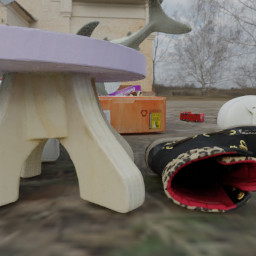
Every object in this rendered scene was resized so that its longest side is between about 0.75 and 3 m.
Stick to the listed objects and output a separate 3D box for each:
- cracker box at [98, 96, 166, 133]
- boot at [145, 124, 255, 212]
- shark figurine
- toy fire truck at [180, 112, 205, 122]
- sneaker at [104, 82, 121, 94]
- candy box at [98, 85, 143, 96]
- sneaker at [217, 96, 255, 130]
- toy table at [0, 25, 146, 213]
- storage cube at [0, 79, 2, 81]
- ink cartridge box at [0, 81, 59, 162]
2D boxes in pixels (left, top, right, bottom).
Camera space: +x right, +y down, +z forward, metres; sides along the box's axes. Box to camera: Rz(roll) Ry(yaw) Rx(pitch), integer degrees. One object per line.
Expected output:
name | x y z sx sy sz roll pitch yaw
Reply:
cracker box | -0.445 -0.405 7.110 1.921 0.827 2.868 -2 7 -14
boot | 0.882 0.289 2.442 1.435 0.525 1.080 -3 5 1
shark figurine | -0.408 -1.379 5.796 3.141 1.311 1.877 -21 -16 -11
toy fire truck | 2.162 -0.381 9.374 0.786 0.272 1.115 -6 9 -42
sneaker | -1.645 -1.689 7.851 2.991 1.125 1.323 7 13 -32
candy box | -0.501 -1.182 11.863 2.227 1.299 0.629 0 8 -2
sneaker | 2.805 -0.192 5.231 2.292 0.834 0.970 -1 4 -21
toy table | -0.680 -0.071 2.480 2.077 1.217 1.910 -5 7 -36
storage cube | -3.584 -0.868 8.543 1.603 1.441 1.371 3 7 29
ink cartridge box | -1.982 -0.183 4.317 1.756 1.029 2.430 -2 6 -15
